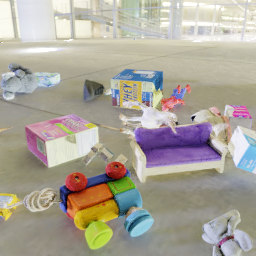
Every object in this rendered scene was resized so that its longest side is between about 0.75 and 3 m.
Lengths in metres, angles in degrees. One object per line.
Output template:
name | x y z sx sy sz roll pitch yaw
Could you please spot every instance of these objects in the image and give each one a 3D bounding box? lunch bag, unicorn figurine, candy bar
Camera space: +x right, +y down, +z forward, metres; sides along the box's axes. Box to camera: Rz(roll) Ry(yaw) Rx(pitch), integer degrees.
lunch bag | -5.134 -3.028 17.264 1.709 0.705 1.374 5 24 13
unicorn figurine | 0.603 -0.193 8.722 1.711 0.920 2.490 11 -11 6
candy bar | -3.931 1.704 6.225 2.917 0.323 0.727 1 26 1

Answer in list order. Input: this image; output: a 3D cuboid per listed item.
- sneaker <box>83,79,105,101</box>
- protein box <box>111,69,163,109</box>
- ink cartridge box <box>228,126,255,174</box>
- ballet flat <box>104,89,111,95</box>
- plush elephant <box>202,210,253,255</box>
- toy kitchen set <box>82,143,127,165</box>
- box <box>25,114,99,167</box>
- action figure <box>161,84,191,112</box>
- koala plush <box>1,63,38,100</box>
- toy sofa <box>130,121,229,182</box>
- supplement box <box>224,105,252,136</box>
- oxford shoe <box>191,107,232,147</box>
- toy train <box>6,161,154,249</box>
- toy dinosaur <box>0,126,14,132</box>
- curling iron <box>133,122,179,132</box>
sneaker | -1.783 -2.037 14.704 1.094 0.915 2.410 5 24 -6
protein box | 0.486 -1.912 13.492 2.005 1.352 1.990 7 28 18
ink cartridge box | 3.913 0.811 7.432 2.175 0.726 1.260 19 24 1
ballet flat | -0.927 -2.056 15.434 0.937 0.336 0.336 -18 28 -36
plush elephant | 1.778 2.005 5.064 0.809 0.760 0.982 -34 -24 15
toy kitchen set | -0.694 0.937 8.156 0.985 0.789 0.580 42 32 4
box | -2.084 0.320 8.896 1.764 0.853 1.552 -17 28 -36
action figure | 2.244 -1.390 13.379 0.874 0.691 2.673 7 27 30
koala plush | -5.890 -2.398 14.663 1.716 1.656 1.867 16 22 11
toy sofa | 1.379 0.609 7.738 2.504 1.222 1.037 -4 23 -12
supplement box | 4.068 -0.275 10.471 0.768 0.784 1.517 4 21 12
oxford shoe | 2.828 0.069 9.590 1.076 1.032 2.916 -11 14 7
toy train | -0.868 1.711 5.476 2.565 1.086 1.484 -12 39 -28
toy dinosaur | -4.843 0.154 10.129 0.643 0.366 1.210 32 40 16
curling iron | 1.108 -0.046 10.603 1.890 0.241 0.468 -5 23 -11
